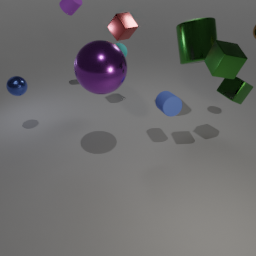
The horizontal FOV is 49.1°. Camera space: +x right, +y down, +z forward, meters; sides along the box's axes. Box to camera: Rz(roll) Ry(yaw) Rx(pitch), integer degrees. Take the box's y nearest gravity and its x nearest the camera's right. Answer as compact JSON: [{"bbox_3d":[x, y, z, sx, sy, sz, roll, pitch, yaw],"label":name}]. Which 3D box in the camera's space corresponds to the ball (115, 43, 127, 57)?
[{"bbox_3d":[-0.378,-3.065,11.299,0.700,0.700,0.700,0,32,0],"label":"ball"}]

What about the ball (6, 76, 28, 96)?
[{"bbox_3d":[-3.904,-1.474,9.854,0.700,0.700,0.700,0,32,0],"label":"ball"}]

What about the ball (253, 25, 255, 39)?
[{"bbox_3d":[4.497,-3.204,9.231,0.700,0.700,0.700,0,32,0],"label":"ball"}]

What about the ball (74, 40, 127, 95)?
[{"bbox_3d":[-0.715,-1.585,7.392,1.400,1.400,1.400,0,32,0],"label":"ball"}]

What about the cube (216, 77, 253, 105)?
[{"bbox_3d":[3.493,-1.285,9.159,0.700,0.700,0.700,9,29,-46],"label":"cube"}]

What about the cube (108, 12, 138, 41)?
[{"bbox_3d":[-0.195,-3.790,10.482,0.700,0.700,0.700,-28,82,-42],"label":"cube"}]

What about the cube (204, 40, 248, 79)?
[{"bbox_3d":[2.601,-1.828,7.513,0.700,0.700,0.700,4,47,-17],"label":"cube"}]

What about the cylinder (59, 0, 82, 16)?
[{"bbox_3d":[-2.395,-5.231,11.742,0.700,0.700,0.700,-33,15,33],"label":"cylinder"}]

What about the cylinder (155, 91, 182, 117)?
[{"bbox_3d":[1.366,-0.827,9.448,0.700,0.700,0.700,-9,26,-14],"label":"cylinder"}]

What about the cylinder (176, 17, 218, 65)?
[{"bbox_3d":[2.530,-3.124,10.200,1.400,1.400,1.400,-8,9,1],"label":"cylinder"}]
